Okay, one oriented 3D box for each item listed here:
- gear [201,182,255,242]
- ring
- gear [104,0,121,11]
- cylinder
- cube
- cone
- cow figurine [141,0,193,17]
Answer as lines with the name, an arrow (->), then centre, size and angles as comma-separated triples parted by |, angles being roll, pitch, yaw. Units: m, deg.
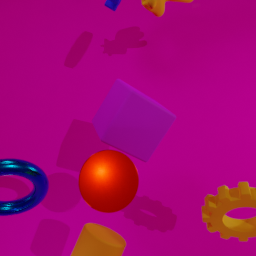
gear -> 2.070, 1.537, 5.028 | 1.416, 1.416, 0.262 | 8, 40, 3
ring -> -2.438, 1.239, 5.700 | 1.607, 1.607, 0.321 | -17, 43, -6
gear -> -0.083, -3.603, 6.731 | 0.286, 1.547, 1.547 | 27, 71, -10
cylinder -> -0.533, 2.137, 4.704 | 0.782, 0.782, 0.782 | 23, 86, 8
cube -> 0.077, -0.182, 5.941 | 1.152, 1.152, 1.152 | 28, 101, -25
cone -> -0.504, 1.048, 5.566 | 1.126, 1.130, 1.126 | 4, 79, -18
cow figurine -> 1.091, -3.750, 7.417 | 1.527, 1.552, 0.852 | -9, 55, -24
